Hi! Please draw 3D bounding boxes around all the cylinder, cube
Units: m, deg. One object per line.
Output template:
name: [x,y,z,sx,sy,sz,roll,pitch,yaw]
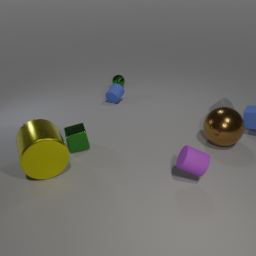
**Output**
cylinder: [-0.623,-1.656,13.431,0.700,0.700,0.700,13,50,23]
cylinder: [1.843,0.932,7.941,0.700,0.700,0.700,23,28,-7]
cube: [-1.786,0.345,9.801,0.700,0.700,0.700,-16,31,-9]
cylinder: [-2.655,0.623,8.635,1.400,1.400,1.400,-12,31,-21]
cylinder: [3.907,-0.787,11.667,0.700,0.700,0.700,20,50,-26]
cube: [4.819,-0.407,10.596,0.700,0.700,0.700,5,28,33]

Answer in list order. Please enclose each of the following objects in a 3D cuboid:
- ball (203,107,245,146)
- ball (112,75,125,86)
ball: [3.369,-0.050,9.890,1.400,1.400,1.400,0,28,0]
ball: [-0.514,-2.545,15.247,0.700,0.700,0.700,0,28,0]
